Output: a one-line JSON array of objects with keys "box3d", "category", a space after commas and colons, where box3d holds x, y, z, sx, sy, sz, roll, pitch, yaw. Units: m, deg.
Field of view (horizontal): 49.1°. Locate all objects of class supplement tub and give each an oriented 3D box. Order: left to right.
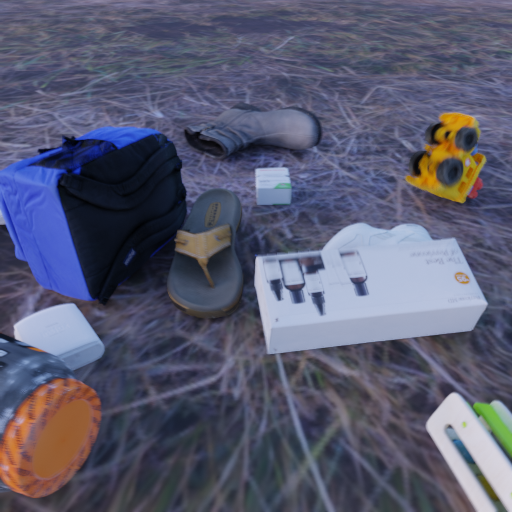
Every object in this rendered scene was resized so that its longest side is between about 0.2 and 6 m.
[{"box3d": [-3.392, 1.761, 6.849, 2.721, 1.667, 1.667, 16, 37, 22], "category": "supplement tub"}]

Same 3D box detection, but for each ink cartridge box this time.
[{"box3d": [0.387, -1.617, 12.963, 0.778, 0.448, 1.066, -1, 33, 0], "category": "ink cartridge box"}]

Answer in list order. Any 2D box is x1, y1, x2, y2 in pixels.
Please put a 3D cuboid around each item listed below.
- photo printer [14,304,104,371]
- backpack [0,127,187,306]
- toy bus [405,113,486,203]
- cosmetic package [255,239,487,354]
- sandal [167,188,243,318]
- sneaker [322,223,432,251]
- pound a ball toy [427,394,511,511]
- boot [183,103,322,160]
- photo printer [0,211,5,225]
[{"box3d": [-3.097, 1.268, 8.676, 1.061, 0.443, 1.276, -21, 40, -28], "category": "photo printer"}, {"box3d": [-2.951, -1.137, 10.403, 2.630, 2.547, 3.134, 17, 38, 28], "category": "backpack"}, {"box3d": [4.493, -2.055, 12.482, 1.689, 1.759, 1.194, 23, 7, -29], "category": "toy bus"}, {"box3d": [1.754, 0.606, 8.992, 3.388, 0.858, 1.398, -6, 53, -8], "category": "cosmetic package"}, {"box3d": [-0.870, -0.289, 10.298, 1.396, 0.933, 3.417, -1, 45, 9], "category": "sandal"}, {"box3d": [2.330, -0.052, 10.285, 2.276, 0.852, 1.134, -8, 35, -11], "category": "sneaker"}, {"box3d": [3.033, 2.684, 6.407, 1.363, 0.888, 2.090, 15, 27, -25], "category": "pound a ball toy"}, {"box3d": [-0.142, -3.102, 14.792, 3.394, 1.184, 2.234, 15, 38, 40], "category": "boot"}, {"box3d": [-5.330, -1.096, 11.806, 0.786, 0.328, 0.945, 1, 50, -13], "category": "photo printer"}]
